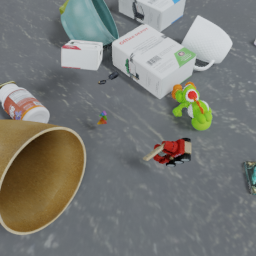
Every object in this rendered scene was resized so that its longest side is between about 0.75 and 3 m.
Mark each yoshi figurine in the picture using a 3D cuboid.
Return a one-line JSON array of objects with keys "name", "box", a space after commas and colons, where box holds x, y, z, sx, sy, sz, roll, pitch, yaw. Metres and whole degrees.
[{"name": "yoshi figurine", "box": [2.236, -0.658, 9.574, 1.147, 1.151, 2.048, 25, 28, -31]}]

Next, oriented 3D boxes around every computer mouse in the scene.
[{"name": "computer mouse", "box": [-0.765, -1.941, 10.836, 0.927, 0.158, 0.272, -32, 61, -21]}]

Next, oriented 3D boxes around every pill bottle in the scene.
[{"name": "pill bottle", "box": [-3.547, -0.713, 9.406, 1.005, 1.005, 1.792, -38, 62, -25]}]

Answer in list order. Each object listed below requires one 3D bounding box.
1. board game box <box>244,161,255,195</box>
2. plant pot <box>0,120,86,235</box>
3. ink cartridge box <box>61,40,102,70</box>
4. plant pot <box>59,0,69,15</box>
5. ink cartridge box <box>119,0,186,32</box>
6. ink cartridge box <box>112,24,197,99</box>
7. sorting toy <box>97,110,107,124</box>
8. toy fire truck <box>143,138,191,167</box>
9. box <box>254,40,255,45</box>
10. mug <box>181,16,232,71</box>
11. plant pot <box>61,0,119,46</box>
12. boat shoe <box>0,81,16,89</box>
[{"name": "board game box", "box": [3.903, 1.489, 8.309, 0.721, 0.150, 1.066, 3, 54, 2]}, {"name": "plant pot", "box": [-3.134, 0.880, 7.461, 2.930, 2.730, 2.730, 18, 55, 28]}, {"name": "ink cartridge box", "box": [-1.405, -2.327, 8.802, 1.090, 0.616, 1.486, 4, 25, -2]}, {"name": "plant pot", "box": [-2.251, -5.346, 12.674, 1.451, 1.507, 1.507, -37, 61, -10]}, {"name": "ink cartridge box", "box": [1.088, -5.816, 13.110, 2.573, 1.077, 1.866, 35, 61, 23]}, {"name": "ink cartridge box", "box": [0.929, -2.626, 10.735, 1.929, 1.113, 2.640, -37, 62, -24]}, {"name": "sorting toy", "box": [-0.820, -0.283, 8.639, 0.272, 0.790, 0.274, -30, 76, -17]}, {"name": "toy fire truck", "box": [0.893, 0.635, 7.167, 1.184, 1.042, 0.762, 15, 66, -20]}, {"name": "box", "box": [6.096, -3.201, 11.631, 0.390, 0.364, 1.880, -26, 58, -18]}, {"name": "mug", "box": [3.006, -3.155, 11.040, 1.707, 1.437, 1.947, 30, 80, 3]}, {"name": "plant pot", "box": [-1.670, -4.355, 11.471, 1.640, 2.448, 2.448, -23, 52, 18]}, {"name": "boat shoe", "box": [-4.781, -1.449, 10.279, 1.282, 0.469, 0.416, -30, 64, -20]}]
